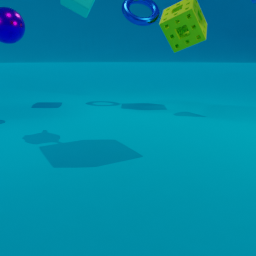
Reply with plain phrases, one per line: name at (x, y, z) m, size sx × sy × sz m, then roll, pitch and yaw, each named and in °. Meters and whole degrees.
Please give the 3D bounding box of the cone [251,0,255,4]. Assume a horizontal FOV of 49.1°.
cone at (4.013, -3.924, 7.637) m, size 0.975 × 0.971 × 0.971 m, roll 18°, pitch 22°, yaw 34°

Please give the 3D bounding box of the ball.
ball at (-3.120, -2.634, 7.215) m, size 0.898 × 0.898 × 0.898 m, roll 0°, pitch 15°, yaw 0°

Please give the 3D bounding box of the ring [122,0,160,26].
ring at (0.465, -4.277, 10.188) m, size 1.416 × 1.416 × 0.283 m, roll -3°, pitch -26°, yaw -13°

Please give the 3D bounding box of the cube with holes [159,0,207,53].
cube with holes at (1.961, -3.626, 9.789) m, size 1.185 × 1.185 × 1.185 m, roll -16°, pitch 38°, yaw 31°

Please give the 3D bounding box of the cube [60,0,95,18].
cube at (-1.635, -4.604, 9.579) m, size 1.020 × 1.020 × 1.020 m, roll 25°, pitch -1°, yaw -14°
